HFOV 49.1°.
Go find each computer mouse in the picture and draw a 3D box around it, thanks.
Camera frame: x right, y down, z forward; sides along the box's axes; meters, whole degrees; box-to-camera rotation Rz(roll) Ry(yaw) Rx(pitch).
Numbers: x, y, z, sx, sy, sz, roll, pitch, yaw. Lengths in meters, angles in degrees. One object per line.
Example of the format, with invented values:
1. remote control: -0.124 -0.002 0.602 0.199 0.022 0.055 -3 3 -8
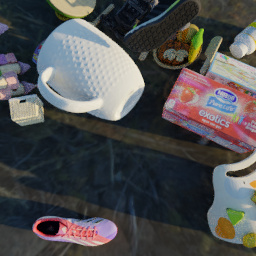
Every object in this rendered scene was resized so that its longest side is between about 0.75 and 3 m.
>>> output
1. computer mouse: -0.004 -3.777 9.424 1.205 0.459 1.741 44 84 1

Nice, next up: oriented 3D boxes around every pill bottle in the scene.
1. pill bottle: 3.949 -2.869 8.998 1.406 0.733 0.733 -40 77 -10

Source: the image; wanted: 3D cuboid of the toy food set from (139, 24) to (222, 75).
1. toy food set: 1.512 -2.558 8.646 2.350 0.472 1.622 19 74 26

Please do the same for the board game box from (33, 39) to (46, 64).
1. board game box: -2.304 -2.404 8.895 1.371 0.338 1.736 -43 67 -9

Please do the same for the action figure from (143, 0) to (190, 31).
1. action figure: 0.947 -3.689 8.886 1.890 0.989 1.828 11 28 -15

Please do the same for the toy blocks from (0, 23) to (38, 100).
1. toy blocks: -3.906 -1.759 8.407 1.934 2.297 2.147 -25 85 -41

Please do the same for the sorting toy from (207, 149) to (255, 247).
1. sorting toy: 3.061 1.595 7.021 2.294 1.225 2.065 -25 103 -7

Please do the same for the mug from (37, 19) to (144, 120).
1. mug: -1.083 -1.301 7.544 2.481 2.089 2.829 39 42 13

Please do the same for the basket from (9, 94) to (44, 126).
1. basket: -2.961 -0.516 8.250 0.799 0.806 0.648 -11 75 -3

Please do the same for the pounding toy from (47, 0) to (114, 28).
1. pounding toy: -1.875 -4.124 9.388 2.283 1.059 1.762 38 63 -19

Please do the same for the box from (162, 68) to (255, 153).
1. box: 2.417 -0.428 7.902 2.636 1.352 1.248 25 80 9

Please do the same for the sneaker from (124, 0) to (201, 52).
1. sneaker: 0.803 -2.568 6.689 2.013 0.722 0.834 -26 47 19

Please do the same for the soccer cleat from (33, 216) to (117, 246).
1. soccer cleat: -1.377 2.659 7.270 2.156 0.825 0.719 5 73 2

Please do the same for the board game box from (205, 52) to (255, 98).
1. board game box: 3.517 -1.360 8.285 2.371 0.406 1.594 26 41 8
